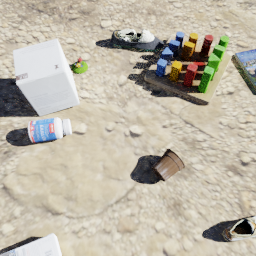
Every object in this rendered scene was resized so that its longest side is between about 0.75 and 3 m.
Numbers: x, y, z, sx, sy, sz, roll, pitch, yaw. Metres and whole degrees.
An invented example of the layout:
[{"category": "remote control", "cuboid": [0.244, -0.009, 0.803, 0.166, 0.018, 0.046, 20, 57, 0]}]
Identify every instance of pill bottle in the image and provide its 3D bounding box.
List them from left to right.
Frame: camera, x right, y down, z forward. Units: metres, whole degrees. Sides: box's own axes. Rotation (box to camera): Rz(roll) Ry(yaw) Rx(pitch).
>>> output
[{"category": "pill bottle", "cuboid": [-2.755, 0.046, 9.940, 1.400, 0.786, 0.786, -9, 59, -5]}]

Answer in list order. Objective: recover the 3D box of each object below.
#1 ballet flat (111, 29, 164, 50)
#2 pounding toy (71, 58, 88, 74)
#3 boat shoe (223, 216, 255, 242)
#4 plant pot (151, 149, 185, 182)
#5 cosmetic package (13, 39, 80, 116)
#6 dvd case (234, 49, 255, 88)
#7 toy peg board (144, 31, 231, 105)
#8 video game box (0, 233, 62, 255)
[{"category": "ballet flat", "cuboid": [0.411, -3.961, 12.371, 2.384, 0.871, 0.871, 7, 59, 4]}, {"category": "pounding toy", "cuboid": [-2.151, -2.642, 11.797, 0.903, 0.419, 0.697, -18, 60, -11]}, {"category": "boat shoe", "cuboid": [3.633, 2.972, 8.322, 1.581, 0.541, 0.591, -19, 61, -11]}, {"category": "plant pot", "cuboid": [1.282, 1.261, 9.239, 0.841, 0.849, 0.849, -39, 66, -13]}, {"category": "cosmetic package", "cuboid": [-2.939, -1.800, 10.263, 1.663, 2.018, 1.665, -17, 60, -4]}, {"category": "dvd case", "cuboid": [5.748, -2.470, 11.825, 1.634, 0.201, 2.290, -13, 59, -9]}, {"category": "toy peg board", "cuboid": [2.566, -2.832, 11.346, 2.831, 1.390, 2.843, 25, 61, 14]}, {"category": "video game box", "cuboid": [-2.772, 4.620, 7.264, 2.560, 0.658, 2.810, -18, 60, -13]}]
